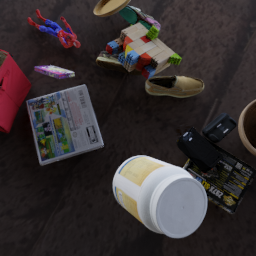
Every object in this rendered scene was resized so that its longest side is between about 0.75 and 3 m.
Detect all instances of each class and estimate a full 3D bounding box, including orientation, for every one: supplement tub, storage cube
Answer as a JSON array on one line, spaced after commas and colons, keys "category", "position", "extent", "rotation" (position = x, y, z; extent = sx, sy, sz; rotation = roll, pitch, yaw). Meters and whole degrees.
[{"category": "supplement tub", "position": [0.723, 1.641, 7.061], "extent": [1.611, 2.228, 1.611], "rotation": [-3, 96, -25]}, {"category": "storage cube", "position": [-5.349, -1.480, 10.144], "extent": [2.659, 2.391, 2.273], "rotation": [16, 72, 6]}]

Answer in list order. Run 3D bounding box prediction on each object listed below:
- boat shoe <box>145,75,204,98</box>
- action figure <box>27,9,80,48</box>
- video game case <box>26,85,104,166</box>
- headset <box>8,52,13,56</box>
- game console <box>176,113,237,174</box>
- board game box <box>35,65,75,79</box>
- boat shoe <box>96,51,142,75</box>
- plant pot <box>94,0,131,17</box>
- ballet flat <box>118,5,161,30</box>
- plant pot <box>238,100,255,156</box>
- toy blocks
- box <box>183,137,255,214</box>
[{"category": "boat shoe", "position": [1.868, -1.701, 10.994], "extent": [2.364, 0.900, 0.847], "rotation": [-4, 72, -1]}, {"category": "action figure", "position": [-3.080, -4.250, 11.709], "extent": [2.591, 1.283, 0.846], "rotation": [34, 75, 8]}, {"category": "video game case", "position": [-2.459, -0.171, 10.812], "extent": [2.440, 0.295, 2.677], "rotation": [-17, 73, -6]}, {"category": "headset", "position": [-5.062, -2.702, 11.697], "extent": [0.563, 0.428, 0.911], "rotation": [14, 87, 8]}, {"category": "game console", "position": [3.078, 0.364, 10.194], "extent": [2.586, 0.312, 1.525], "rotation": [-35, 73, -25]}, {"category": "board game box", "position": [-2.270, -1.749, 8.676], "extent": [1.108, 0.179, 0.665], "rotation": [21, 31, 29]}, {"category": "boat shoe", "position": [-0.229, -2.697, 11.397], "extent": [2.128, 0.779, 0.690], "rotation": [15, 77, 5]}, {"category": "plant pot", "position": [-0.582, -5.425, 12.112], "extent": [1.984, 0.273, 1.984], "rotation": [-20, 43, 20]}, {"category": "ballet flat", "position": [0.536, -4.786, 12.215], "extent": [2.050, 0.709, 0.730], "rotation": [35, 57, 6]}, {"category": "plant pot", "position": [5.130, 0.165, 10.268], "extent": [2.391, 1.104, 2.391], "rotation": [0, 71, 0]}, {"category": "toy blocks", "position": [0.433, -2.932, 10.879], "extent": [1.850, 1.352, 2.706], "rotation": [-36, 73, -30]}, {"category": "box", "position": [3.184, 1.663, 10.066], "extent": [2.238, 0.552, 1.787], "rotation": [33, 76, 11]}]
